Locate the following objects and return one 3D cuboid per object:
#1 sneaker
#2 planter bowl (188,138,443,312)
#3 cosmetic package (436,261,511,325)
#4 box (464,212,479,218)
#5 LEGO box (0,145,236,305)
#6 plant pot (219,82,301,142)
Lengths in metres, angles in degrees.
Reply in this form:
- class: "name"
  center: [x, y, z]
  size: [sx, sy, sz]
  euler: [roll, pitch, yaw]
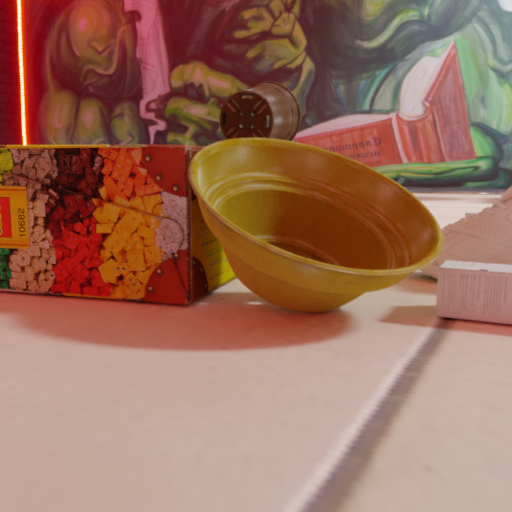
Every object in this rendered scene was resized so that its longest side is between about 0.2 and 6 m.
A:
- class: "sneaker"
  center: [3.058, -0.307, 7.114]
  size: [2.643, 1.313, 1.030]
  euler: [5, 10, 28]
- class: "planter bowl"
  center: [0.489, -0.184, 5.831]
  size: [2.598, 1.082, 2.598]
  euler: [11, 32, -7]
- class: "cosmetic package"
  center: [2.434, 0.358, 5.402]
  size: [1.271, 0.516, 0.717]
  euler: [3, 7, 23]
- class: "box"
  center: [4.715, -0.627, 11.774]
  size: [0.459, 0.533, 0.536]
  euler: [-3, 11, -17]
- class: "LEGO box"
  center: [-1.597, -0.680, 8.207]
  size: [3.286, 1.703, 4.412]
  euler: [3, 9, 17]
- class: "plant pot"
  center: [0.019, -1.952, 7.993]
  size: [1.045, 1.045, 1.034]
  euler: [3, 17, 17]
